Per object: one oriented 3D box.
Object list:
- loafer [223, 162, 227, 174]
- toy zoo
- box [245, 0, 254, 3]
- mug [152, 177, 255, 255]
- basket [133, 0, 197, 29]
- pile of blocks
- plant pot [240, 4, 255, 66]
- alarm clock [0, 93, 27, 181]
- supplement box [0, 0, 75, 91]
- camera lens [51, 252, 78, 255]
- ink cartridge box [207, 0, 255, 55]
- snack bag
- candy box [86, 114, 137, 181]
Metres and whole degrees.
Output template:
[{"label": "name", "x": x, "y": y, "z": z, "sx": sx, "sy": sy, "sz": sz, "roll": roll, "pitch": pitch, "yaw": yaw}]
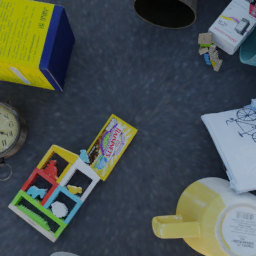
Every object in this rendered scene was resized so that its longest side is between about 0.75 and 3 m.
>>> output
[{"label": "loafer", "x": 3.602, "y": 1.205, "z": 6.888, "sx": 2.480, "sy": 0.880, "sz": 0.906, "roll": 23, "pitch": 81, "yaw": 4}, {"label": "toy zoo", "x": -1.746, "y": 1.479, "z": 7.062, "sx": 1.489, "sy": 0.232, "sz": 2.270, "roll": 35, "pitch": 88, "yaw": 6}, {"label": "box", "x": 2.910, "y": -4.948, "z": 7.721, "sx": 1.827, "sy": 0.460, "sz": 2.531, "roll": 17, "pitch": 80, "yaw": -30}, {"label": "mug", "x": 1.989, "y": 2.224, "z": 6.176, "sx": 2.392, "sy": 1.964, "sz": 1.916, "roll": -36, "pitch": 83, "yaw": -5}, {"label": "basket", "x": 1.246, "y": -3.908, "z": 7.587, "sx": 1.712, "sy": 1.292, "sz": 1.899, "roll": 16, "pitch": 77, "yaw": 13}, {"label": "pile of blocks", "x": 2.252, "y": -2.101, "z": 7.701, "sx": 0.461, "sy": 0.349, "sz": 1.122, "roll": -14, "pitch": 109, "yaw": 36}, {"label": "plant pot", "x": 4.388, "y": -2.524, "z": 6.515, "sx": 2.296, "sy": 2.861, "sz": 2.861, "roll": 20, "pitch": 81, "yaw": 3}, {"label": "alarm clock", "x": -3.312, "y": 0.275, "z": 7.136, "sx": 1.449, "sy": 0.715, "sz": 2.149, "roll": -13, "pitch": 79, "yaw": -3}, {"label": "supplement box", "x": -3.073, "y": -2.166, "z": 7.071, "sx": 2.995, "sy": 1.640, "sz": 1.630, "roll": 11, "pitch": 80, "yaw": 1}, {"label": "camera lens", "x": -1.450, "y": 4.299, "z": 5.726, "sx": 2.134, "sy": 2.134, "sz": 2.668, "roll": 28, "pitch": 82, "yaw": 5}, {"label": "ink cartridge box", "x": 2.913, "y": -2.804, "z": 7.672, "sx": 0.923, "sy": 0.536, "sz": 1.251, "roll": 38, "pitch": 86, "yaw": 13}, {"label": "snack bag", "x": 3.387, "y": 0.137, "z": 6.378, "sx": 2.979, "sy": 0.319, "sz": 2.809, "roll": -10, "pitch": 36, "yaw": 4}, {"label": "candy box", "x": -0.510, "y": 0.501, "z": 7.349, "sx": 0.814, "sy": 0.210, "sz": 1.593, "roll": 33, "pitch": 83, "yaw": 3}]
